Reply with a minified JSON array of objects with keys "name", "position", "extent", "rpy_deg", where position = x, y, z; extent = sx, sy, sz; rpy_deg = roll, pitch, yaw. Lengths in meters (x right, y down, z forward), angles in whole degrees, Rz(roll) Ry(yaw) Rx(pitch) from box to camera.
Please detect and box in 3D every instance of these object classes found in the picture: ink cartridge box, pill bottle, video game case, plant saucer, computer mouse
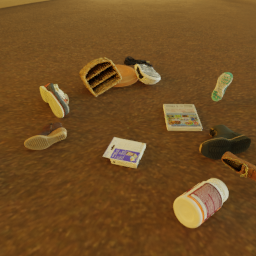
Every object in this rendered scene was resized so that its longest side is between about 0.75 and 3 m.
[{"name":"ink cartridge box","position":[-0.107,0.809,9.421],"extent":[1.178,0.256,1.167],"rpy_deg":[12,35,13]},{"name":"pill bottle","position":[1.922,1.884,7.238],"extent":[1.434,0.819,0.819],"rpy_deg":[-19,38,-39]},{"name":"video game case","position":[2.176,-0.460,11.417],"extent":[1.326,0.167,1.852],"rpy_deg":[1,33,1]},{"name":"plant saucer","position":[-0.634,-2.837,14.794],"extent":[2.400,0.387,2.400],"rpy_deg":[-1,34,0]},{"name":"computer mouse","position":[0.803,-2.893,14.577],"extent":[1.612,0.645,2.940],"rpy_deg":[10,29,-19]}]

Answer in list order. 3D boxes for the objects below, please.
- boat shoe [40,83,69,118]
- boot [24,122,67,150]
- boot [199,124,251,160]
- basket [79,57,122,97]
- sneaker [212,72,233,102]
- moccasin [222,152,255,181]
[{"name":"boat shoe","position":[-3.011,-1.263,12.002],"extent":[0.840,0.956,2.686],"rpy_deg":[-16,32,-26]},{"name":"boot","position":[-3.015,0.256,10.191],"extent":[1.506,0.545,1.253],"rpy_deg":[-14,25,-19]},{"name":"boot","position":[3.019,0.397,9.743],"extent":[2.001,0.775,1.384],"rpy_deg":[-1,27,-26]},{"name":"basket","position":[-1.322,-2.510,13.199],"extent":[1.645,1.174,1.226],"rpy_deg":[-33,40,-9]},{"name":"sneaker","position":[4.046,-1.760,12.204],"extent":[0.560,0.658,1.443],"rpy_deg":[32,85,15]},{"name":"moccasin","position":[3.188,1.117,7.817],"extent":[1.209,0.442,0.467],"rpy_deg":[37,39,11]}]
